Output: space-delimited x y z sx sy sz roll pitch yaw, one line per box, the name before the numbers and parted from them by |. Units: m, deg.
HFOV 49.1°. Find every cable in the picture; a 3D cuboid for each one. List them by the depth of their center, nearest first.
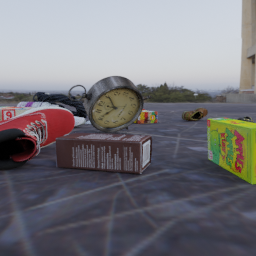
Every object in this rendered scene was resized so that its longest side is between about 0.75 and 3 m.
cable | -2.869 -1.034 13.000 2.190 0.682 2.684 -6 -24 37

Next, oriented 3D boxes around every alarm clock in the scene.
alarm clock | -0.689 -0.852 8.951 2.734 1.844 0.910 13 34 -41

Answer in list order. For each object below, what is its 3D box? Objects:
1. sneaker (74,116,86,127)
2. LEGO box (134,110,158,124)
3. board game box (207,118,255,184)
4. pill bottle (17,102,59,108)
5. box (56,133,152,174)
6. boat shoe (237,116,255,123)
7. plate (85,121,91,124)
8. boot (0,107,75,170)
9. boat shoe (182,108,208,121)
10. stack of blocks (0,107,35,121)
sneaker | -2.650 -0.412 10.932 2.013 0.807 0.708 2 5 6
LEGO box | 0.601 -0.536 13.096 1.021 0.529 1.371 -3 7 -25
board game box | 1.774 0.289 4.593 0.373 0.795 1.565 -4 7 -5
pill bottle | -3.860 -0.650 12.161 1.732 0.972 0.972 2 7 11
box | -0.402 0.401 4.840 1.508 0.565 0.755 4 7 17
boat shoe | 4.599 -0.226 10.802 0.514 0.434 1.442 5 8 39
plate | -1.162 -0.279 12.454 1.092 0.176 1.090 4 7 31
boot | -1.797 0.161 5.569 1.855 0.931 2.571 7 17 43
boat shoe | 3.471 -0.618 13.942 1.712 0.616 0.582 -15 19 -33
stack of blocks | -4.001 -0.292 9.609 1.615 0.822 2.805 -6 8 -44
